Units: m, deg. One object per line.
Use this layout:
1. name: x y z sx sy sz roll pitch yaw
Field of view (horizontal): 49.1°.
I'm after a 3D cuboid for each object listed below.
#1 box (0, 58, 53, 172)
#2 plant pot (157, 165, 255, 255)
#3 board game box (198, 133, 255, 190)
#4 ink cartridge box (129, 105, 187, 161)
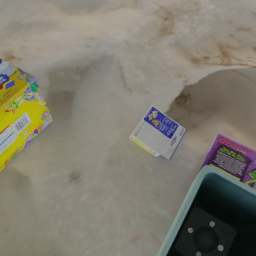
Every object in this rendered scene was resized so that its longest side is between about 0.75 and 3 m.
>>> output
1. box: -3.942 -0.326 6.733 2.731 1.730 2.835 29 61 18
2. plant pot: 1.578 2.032 4.943 1.865 1.904 1.870 28 75 9
3. board game box: 3.037 1.406 6.388 2.810 0.454 1.687 27 64 16
4. ink cartridge box: 0.784 0.143 7.201 1.144 0.269 1.131 37 57 0
